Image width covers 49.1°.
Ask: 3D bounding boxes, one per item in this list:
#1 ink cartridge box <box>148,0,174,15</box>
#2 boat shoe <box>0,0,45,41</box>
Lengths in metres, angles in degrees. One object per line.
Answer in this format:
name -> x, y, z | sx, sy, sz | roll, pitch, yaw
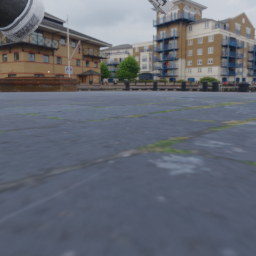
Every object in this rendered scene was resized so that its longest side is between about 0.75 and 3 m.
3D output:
ink cartridge box -> 0.806, -3.444, 7.547 | 0.758, 0.320, 0.548 | 36, 14, -22
boat shoe -> -2.192, -2.299, 4.389 | 0.938, 0.990, 2.832 | 39, 12, -49
